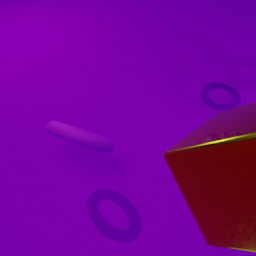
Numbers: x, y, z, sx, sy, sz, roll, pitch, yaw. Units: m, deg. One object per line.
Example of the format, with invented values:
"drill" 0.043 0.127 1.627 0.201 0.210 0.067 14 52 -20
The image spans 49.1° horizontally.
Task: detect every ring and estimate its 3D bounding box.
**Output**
"ring" -0.884 0.166 5.257 1.299 1.299 0.260 18 85 14

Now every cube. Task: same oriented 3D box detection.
"cube" 1.034 0.340 2.262 0.904 0.904 0.904 -30 96 -37
